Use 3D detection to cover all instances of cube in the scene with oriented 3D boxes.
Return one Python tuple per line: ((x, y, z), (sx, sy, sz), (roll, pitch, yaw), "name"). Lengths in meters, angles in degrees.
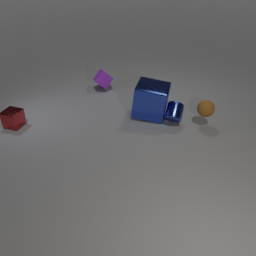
((-4.747, -0.410, 11.573), (0.700, 0.700, 0.700), (11, 35, 15), "cube")
((1.003, -1.224, 12.143), (1.400, 1.400, 1.400), (12, 33, 7), "cube")
((-1.289, -2.545, 14.520), (0.700, 0.700, 0.700), (34, 6, -26), "cube")

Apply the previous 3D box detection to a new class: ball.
((3.172, -0.791, 11.397), (0.700, 0.700, 0.700), (0, 32, 0), "ball")

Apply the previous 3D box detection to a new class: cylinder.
((1.924, -0.664, 11.610), (0.700, 0.700, 0.700), (11, 76, 18), "cylinder")
